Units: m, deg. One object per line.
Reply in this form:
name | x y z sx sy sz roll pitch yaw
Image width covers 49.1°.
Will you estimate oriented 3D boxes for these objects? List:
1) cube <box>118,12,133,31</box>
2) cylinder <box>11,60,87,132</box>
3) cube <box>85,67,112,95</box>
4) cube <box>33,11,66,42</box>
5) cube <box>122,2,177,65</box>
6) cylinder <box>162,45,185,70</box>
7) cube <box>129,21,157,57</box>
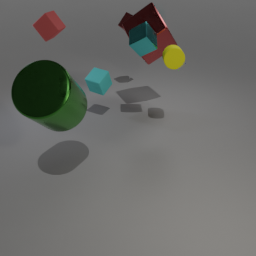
cube | 0.120 -4.697 12.744 0.700 0.700 0.700 24 16 -46
cylinder | -1.849 -0.727 6.847 1.400 1.400 1.400 5 -12 9
cube | -1.141 -1.825 10.963 0.700 0.700 0.700 20 61 25
cube | -2.779 -3.615 9.927 0.700 0.700 0.700 -30 19 25
cube | 0.859 -3.634 10.929 1.400 1.400 1.400 -31 66 17
cylinder | 1.537 -2.404 9.478 0.700 0.700 0.700 1 26 2
cube | 0.509 -2.968 9.395 0.700 0.700 0.700 -18 58 32
